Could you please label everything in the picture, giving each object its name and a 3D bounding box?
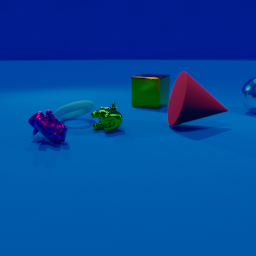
[{"bbox_3d":[1.942,-0.600,7.293,1.440,1.435,1.435,12,14,-6],"label":"cone"},{"bbox_3d":[-1.767,0.006,6.219,0.546,0.995,0.979,-46,-6,-25],"label":"cow figurine"},{"bbox_3d":[-1.512,-0.494,7.943,1.184,0.237,1.184,-18,-5,-2],"label":"ring"},{"bbox_3d":[4.281,-1.057,8.995,1.238,1.238,1.238,0,15,0],"label":"ball"},{"bbox_3d":[-0.450,-0.293,7.330,1.082,0.604,1.099,-21,21,-40],"label":"cow figurine"},{"bbox_3d":[0.844,-1.377,10.309,1.096,1.096,1.096,8,19,26],"label":"cube"}]
